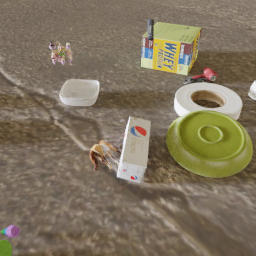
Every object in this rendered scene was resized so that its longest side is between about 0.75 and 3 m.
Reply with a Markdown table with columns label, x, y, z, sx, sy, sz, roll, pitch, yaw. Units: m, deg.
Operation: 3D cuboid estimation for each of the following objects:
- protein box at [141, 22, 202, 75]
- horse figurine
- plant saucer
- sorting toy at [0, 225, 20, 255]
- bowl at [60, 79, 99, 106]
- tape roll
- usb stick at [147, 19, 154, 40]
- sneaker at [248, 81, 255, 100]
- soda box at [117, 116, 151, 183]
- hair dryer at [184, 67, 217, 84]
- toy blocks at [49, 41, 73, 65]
| label | x | y | z | sx | sy | sz | roll | pitch | yaw |
| --- | --- | --- | --- | --- | --- | --- | --- | --- | --- |
| protein box | 2.294 | -4.243 | 14.738 | 2.488 | 1.679 | 2.470 | 14 | 40 | 18 |
| horse figurine | -0.758 | 0.820 | 9.001 | 1.105 | 0.416 | 1.667 | 40 | 23 | 14 |
| plant saucer | 2.784 | 0.325 | 9.531 | 2.910 | 0.452 | 2.910 | -1 | 49 | 1 |
| sorting toy | -3.186 | 3.034 | 6.559 | 0.567 | 0.571 | 1.647 | -12 | 35 | 24 |
| bowl | -2.038 | -1.465 | 12.099 | 1.591 | 0.595 | 1.593 | 2 | 37 | 2 |
| tape roll | 3.284 | -1.018 | 11.596 | 2.727 | 0.498 | 2.727 | 0 | 39 | 0 |
| usb stick | 1.042 | -4.539 | 12.893 | 0.295 | 0.173 | 1.062 | 2 | 77 | 0 |
| sneaker | 5.931 | -1.377 | 11.815 | 0.680 | 0.799 | 1.807 | -21 | 43 | -26 |
| soda box | 0.231 | 0.621 | 9.210 | 0.791 | 0.739 | 2.321 | 14 | 38 | -3 |
| hair dryer | 3.610 | -2.541 | 13.559 | 1.372 | 0.489 | 1.801 | 20 | 41 | 26 |
| toy blocks | -2.527 | -2.740 | 10.636 | 0.803 | 0.859 | 0.723 | -3 | 74 | -9 |
